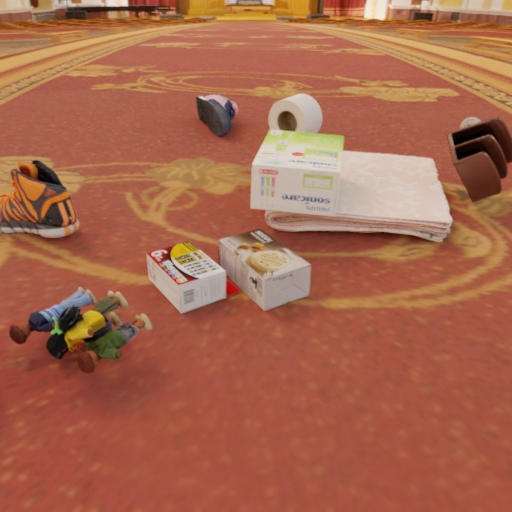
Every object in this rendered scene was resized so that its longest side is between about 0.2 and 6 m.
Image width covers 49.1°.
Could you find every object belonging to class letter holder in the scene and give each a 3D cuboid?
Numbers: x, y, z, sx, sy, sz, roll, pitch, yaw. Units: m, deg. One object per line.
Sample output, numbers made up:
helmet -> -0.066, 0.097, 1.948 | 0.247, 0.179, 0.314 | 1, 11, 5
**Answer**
letter holder -> 5.229, -2.163, 12.682 | 1.232, 1.733, 0.871 | -17, 56, 28

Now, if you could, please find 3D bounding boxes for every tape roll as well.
tape roll -> 1.210, -4.205, 17.264 | 1.399, 1.399, 0.961 | 21, 35, 33

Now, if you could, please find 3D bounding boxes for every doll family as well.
doll family -> -2.618, 1.051, 8.075 | 1.311, 0.890, 2.268 | -38, 20, -35

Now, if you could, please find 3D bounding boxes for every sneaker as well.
sneaker -> -4.989, -1.300, 11.832 | 2.687, 1.505, 1.042 | 4, 29, 18
sneaker -> -1.126, -4.880, 18.837 | 1.286, 1.100, 3.136 | -12, 32, -14

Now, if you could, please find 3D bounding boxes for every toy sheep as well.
toy sheep -> 6.846, -4.065, 17.777 | 0.736, 0.736, 1.067 | 10, 3, 17

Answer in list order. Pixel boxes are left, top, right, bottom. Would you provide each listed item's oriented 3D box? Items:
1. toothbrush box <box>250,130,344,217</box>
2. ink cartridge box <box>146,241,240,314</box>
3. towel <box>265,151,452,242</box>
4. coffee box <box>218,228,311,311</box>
toothbrush box -> 0.939, -1.836, 12.033 | 1.752, 1.036, 2.406 | 7, 31, 8
ink cartridge box -> -1.121, 0.300, 9.962 | 1.205, 0.575, 1.372 | -17, 33, -29
towel -> 2.413, -1.550, 13.274 | 3.871, 0.653, 4.053 | 6, 29, 9
coffee box -> 0.114, 0.200, 10.050 | 0.951, 0.663, 1.662 | -16, 32, -26
